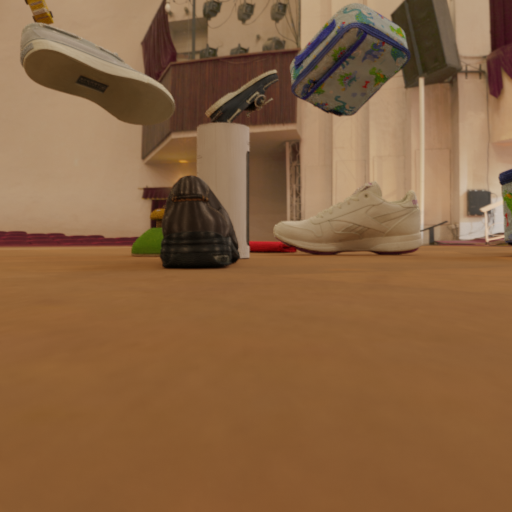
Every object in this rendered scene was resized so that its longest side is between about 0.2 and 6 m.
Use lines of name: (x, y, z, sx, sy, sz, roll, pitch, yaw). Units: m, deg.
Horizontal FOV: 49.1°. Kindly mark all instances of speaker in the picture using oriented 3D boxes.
speaker: (-0.502, -0.951, 8.384, 0.813, 2.002, 0.813, 0, 0, 0)

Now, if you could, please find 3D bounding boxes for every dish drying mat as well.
dish drying mat: (-0.579, -0.215, 13.979, 3.336, 0.304, 1.281, 2, 3, 29)

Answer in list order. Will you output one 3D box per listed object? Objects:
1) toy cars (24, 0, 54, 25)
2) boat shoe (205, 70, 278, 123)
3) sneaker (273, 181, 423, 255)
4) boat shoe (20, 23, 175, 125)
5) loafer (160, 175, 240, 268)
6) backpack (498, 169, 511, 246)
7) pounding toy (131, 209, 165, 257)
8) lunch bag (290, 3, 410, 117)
toy cars: (-3.211, -4.055, 8.550, 0.533, 1.190, 0.263, 14, 34, -32)
boat shoe: (-0.217, -3.886, 13.990, 2.329, 0.720, 0.872, -41, 9, -30)
sneaker: (1.789, -0.739, 11.019, 2.905, 1.447, 1.088, -1, 10, 1)
boat shoe: (-2.142, -2.578, 7.846, 0.813, 0.830, 2.331, -37, -32, 32)
loafer: (-0.593, -0.328, 6.182, 0.864, 0.858, 2.373, -1, 1, -7)
backpack: (5.914, -1.160, 9.415, 3.267, 2.401, 2.990, -4, -1, -15)
pounding toy: (-1.439, -0.486, 10.413, 1.627, 0.978, 2.108, 0, 2, 1)
lunch bag: (1.636, -3.506, 10.235, 1.582, 0.811, 1.968, 17, -34, -31)
